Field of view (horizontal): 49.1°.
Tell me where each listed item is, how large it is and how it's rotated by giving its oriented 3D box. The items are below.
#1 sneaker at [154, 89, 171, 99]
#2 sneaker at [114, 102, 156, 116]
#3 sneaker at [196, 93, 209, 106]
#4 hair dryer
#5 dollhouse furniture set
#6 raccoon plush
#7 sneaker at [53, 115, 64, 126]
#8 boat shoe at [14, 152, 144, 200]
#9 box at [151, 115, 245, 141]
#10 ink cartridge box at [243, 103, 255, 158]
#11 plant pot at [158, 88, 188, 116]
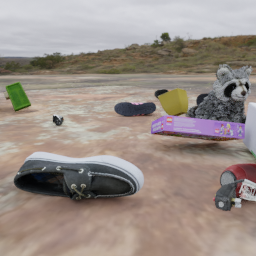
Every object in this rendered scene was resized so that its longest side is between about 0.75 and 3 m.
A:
[{"bbox_3d":[2.136,-1.764,15.165,1.746,0.611,0.786,-3,3,-20],"label":"sneaker"},{"bbox_3d":[0.243,-0.702,10.841,1.614,0.566,0.662,1,-4,-8],"label":"sneaker"},{"bbox_3d":[3.911,-0.996,12.012,2.017,0.723,0.835,13,-6,41],"label":"sneaker"},{"bbox_3d":[1.983,0.989,3.925,1.417,0.505,1.860,25,26,20],"label":"hair dryer"},{"bbox_3d":[-5.338,-0.949,11.796,2.143,1.076,1.404,-25,1,-21],"label":"dollhouse furniture set"},{"bbox_3d":[2.618,-1.028,8.840,1.402,1.941,2.897,-8,15,-30],"label":"raccoon plush"},{"bbox_3d":[-2.270,-0.283,9.276,0.346,0.323,0.873,-1,12,-24],"label":"sneaker"},{"bbox_3d":[-0.768,0.796,4.163,1.992,0.684,0.564,3,33,20],"label":"boat shoe"},{"bbox_3d":[1.536,0.039,6.468,1.811,0.354,1.239,6,-6,-6],"label":"box"},{"bbox_3d":[3.786,0.179,5.579,2.399,1.008,1.751,5,15,8],"label":"ink cartridge box"},{"bbox_3d":[1.657,-0.833,9.822,0.804,0.822,0.798,-21,-12,33],"label":"plant pot"}]
